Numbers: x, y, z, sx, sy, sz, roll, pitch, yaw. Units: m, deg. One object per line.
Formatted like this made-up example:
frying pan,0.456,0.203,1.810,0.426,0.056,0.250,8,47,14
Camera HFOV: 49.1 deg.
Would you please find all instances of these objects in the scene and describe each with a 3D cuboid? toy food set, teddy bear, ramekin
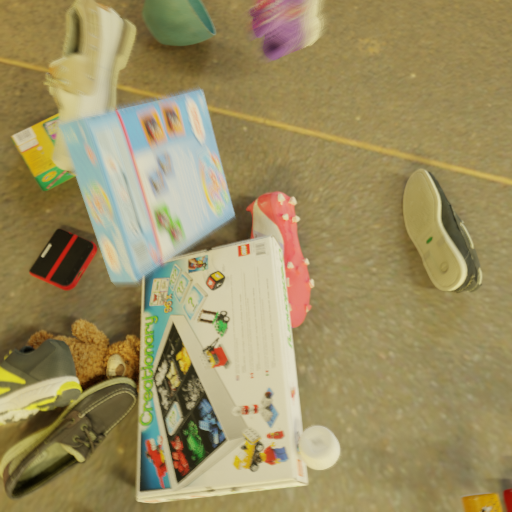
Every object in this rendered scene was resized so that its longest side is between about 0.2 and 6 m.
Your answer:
toy food set,4.510,4.310,8.654,3.061,1.461,1.377,2,65,-19
teddy bear,-3.165,1.983,10.197,2.300,0.768,1.667,19,69,8
ramekin,0.920,2.833,8.333,0.602,0.293,0.602,-9,48,10

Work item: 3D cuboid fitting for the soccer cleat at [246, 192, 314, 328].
soccer cleat,0.413,0.082,11.099,1.060,0.925,2.773,-19,73,40

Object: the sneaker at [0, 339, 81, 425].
sneaker,-4.152,2.205,9.709,2.686,1.000,1.136,-17,65,17

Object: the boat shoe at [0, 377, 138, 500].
boat shoe,-3.065,3.126,9.447,2.630,0.940,0.864,-34,36,-9

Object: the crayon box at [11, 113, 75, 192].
crayon box,-4.044,-2.494,12.299,2.140,0.623,1.271,-31,69,-13

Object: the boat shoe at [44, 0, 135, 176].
boat shoe,-3.168,-3.049,9.999,1.228,1.124,3.286,-12,62,43

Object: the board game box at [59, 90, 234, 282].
board game box,-1.475,-1.226,8.724,0.551,2.279,3.013,-5,19,29

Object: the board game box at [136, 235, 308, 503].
board game box,-0.697,1.854,9.706,2.675,0.733,4.237,-12,61,15

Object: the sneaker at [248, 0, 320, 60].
sneaker,0.445,-4.769,10.453,1.308,3.136,1.264,-37,68,-5

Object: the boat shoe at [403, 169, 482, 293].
boat shoe,3.749,-0.520,11.365,0.943,1.002,2.789,5,57,-29

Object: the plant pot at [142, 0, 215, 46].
plant pot,-1.980,-5.759,13.330,1.222,1.814,1.814,-28,66,15

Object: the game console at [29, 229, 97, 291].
game console,-3.907,0.072,11.407,1.010,0.177,1.142,21,67,13
